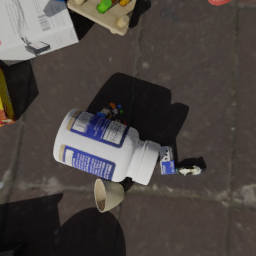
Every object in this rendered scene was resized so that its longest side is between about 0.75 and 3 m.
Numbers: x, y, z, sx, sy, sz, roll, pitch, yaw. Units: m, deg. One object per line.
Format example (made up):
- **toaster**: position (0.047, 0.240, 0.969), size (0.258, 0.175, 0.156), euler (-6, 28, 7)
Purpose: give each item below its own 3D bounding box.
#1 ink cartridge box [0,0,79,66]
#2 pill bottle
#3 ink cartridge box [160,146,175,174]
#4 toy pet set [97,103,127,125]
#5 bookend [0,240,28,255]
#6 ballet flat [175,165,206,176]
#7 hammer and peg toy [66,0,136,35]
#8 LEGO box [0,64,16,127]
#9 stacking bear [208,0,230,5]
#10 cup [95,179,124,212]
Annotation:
- **ink cartridge box**: position (-3.056, -3.294, 8.800), size (2.484, 1.040, 1.802), euler (-20, 81, -4)
- **pill bottle**: position (-0.537, 0.594, 7.837), size (2.651, 1.586, 1.586), euler (20, 80, 3)
- **ink cartridge box**: position (1.183, 0.969, 8.482), size (0.389, 0.183, 0.827), euler (-5, 80, 0)
- **toy pet set**: position (-0.546, -0.318, 8.400), size (0.797, 0.854, 0.454), euler (16, 56, 29)
- **bookend**: position (-3.868, 4.529, 7.363), size (2.441, 1.124, 2.426), euler (-11, 80, -2)
- **ballet flat**: position (1.882, 1.275, 8.358), size (0.929, 0.339, 0.339), euler (0, 80, 0)
- **hammer and peg toy**: position (-1.023, -4.357, 8.485), size (2.836, 1.000, 2.086), euler (21, 79, -24)
- **LEGO box**: position (-4.512, -0.956, 8.514), size (1.516, 0.786, 2.036), euler (-18, 80, -3)
- **stacking bear**: position (1.831, -3.114, 5.129), size (0.746, 1.312, 0.797), euler (-22, 60, -15)
- **cup**: position (-0.500, 1.890, 8.039), size (0.661, 0.924, 0.924), euler (-1, 79, -26)
